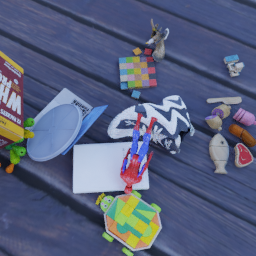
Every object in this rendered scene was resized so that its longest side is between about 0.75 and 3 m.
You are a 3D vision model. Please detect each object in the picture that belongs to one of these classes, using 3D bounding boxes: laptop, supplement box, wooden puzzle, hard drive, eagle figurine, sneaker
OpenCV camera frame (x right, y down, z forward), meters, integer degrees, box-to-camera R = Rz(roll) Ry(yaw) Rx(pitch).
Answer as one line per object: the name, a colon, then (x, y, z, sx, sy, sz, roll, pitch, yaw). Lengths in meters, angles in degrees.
laptop: (-2.151, -0.349, 9.547, 2.320, 1.344, 2.172, 35, 71, 14)
supplement box: (-5.026, -0.712, 8.620, 2.928, 1.944, 2.888, -23, 58, 16)
wooden puzzle: (0.365, -2.199, 10.958, 1.387, 0.164, 2.338, -4, 67, -2)
hard drive: (-0.589, 1.301, 9.400, 2.443, 0.326, 1.612, -3, 68, -2)
eagle figurine: (1.214, -3.436, 11.067, 1.045, 1.051, 1.385, -41, 48, 25)
sneaker: (0.904, 0.166, 9.413, 2.877, 1.148, 1.872, -17, 59, -18)

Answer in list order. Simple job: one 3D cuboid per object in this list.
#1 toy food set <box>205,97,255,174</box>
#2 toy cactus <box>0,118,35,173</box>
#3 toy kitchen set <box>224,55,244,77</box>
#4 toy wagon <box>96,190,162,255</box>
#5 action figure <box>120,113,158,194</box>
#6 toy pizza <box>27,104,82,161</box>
toy food set: (3.703, 0.117, 9.826, 1.823, 0.452, 2.868, -4, 67, -2)
toy cactus: (-4.268, 0.421, 9.396, 1.934, 1.198, 2.344, 30, 83, 20)
toy kitchen set: (4.191, -2.535, 10.798, 0.533, 0.725, 0.905, -12, 68, -4)
toy wagon: (-0.082, 2.784, 8.717, 2.186, 0.433, 1.696, 32, 71, 12)
action figure: (0.310, 0.849, 8.842, 0.826, 0.653, 2.525, 16, 87, 15)
toy pizza: (-2.406, 0.147, 9.324, 2.262, 0.358, 2.262, -18, 47, 21)
